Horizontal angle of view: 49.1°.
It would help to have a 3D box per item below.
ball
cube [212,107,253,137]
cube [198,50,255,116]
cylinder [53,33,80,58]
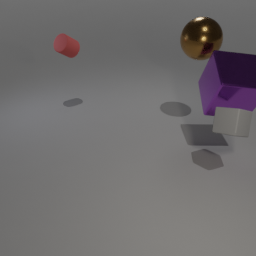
[{"bbox_3d":[2.462,-2.989,9.414,1.400,1.400,1.400,0,30,0],"label":"ball"},{"bbox_3d":[2.786,-0.159,7.494,0.700,0.700,0.700,5,4,-40],"label":"cube"},{"bbox_3d":[3.071,-1.272,8.382,1.400,1.400,1.400,5,56,-6],"label":"cube"},{"bbox_3d":[-2.272,-3.047,10.406,0.700,0.700,0.700,19,4,30],"label":"cylinder"}]
